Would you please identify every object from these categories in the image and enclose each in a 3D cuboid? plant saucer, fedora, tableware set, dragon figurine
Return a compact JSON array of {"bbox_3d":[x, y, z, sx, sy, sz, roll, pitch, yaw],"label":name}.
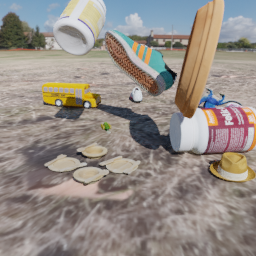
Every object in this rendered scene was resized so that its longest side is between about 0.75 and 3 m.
[{"bbox_3d":[1.580,-1.588,6.584,0.512,2.735,2.735,14,20,7],"label":"plant saucer"},{"bbox_3d":[2.604,0.907,6.934,1.164,0.475,1.164,0,18,0],"label":"fedora"},{"bbox_3d":[-0.918,0.905,7.295,2.197,0.255,1.835,16,24,40],"label":"tableware set"},{"bbox_3d":[3.880,-1.105,12.835,2.389,1.188,0.703,18,15,-5],"label":"dragon figurine"}]

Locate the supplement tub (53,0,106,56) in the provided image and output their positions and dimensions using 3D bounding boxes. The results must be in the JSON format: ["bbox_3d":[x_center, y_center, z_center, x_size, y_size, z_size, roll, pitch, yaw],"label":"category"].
[{"bbox_3d":[-1.278,-2.896,7.743,1.126,1.126,1.549,6,54,17],"label":"supplement tub"}]

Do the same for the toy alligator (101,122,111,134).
[{"bbox_3d":[-0.773,-0.049,10.307,0.329,0.239,0.993,-6,18,-16],"label":"toy alligator"}]

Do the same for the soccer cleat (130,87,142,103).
[{"bbox_3d":[0.477,-1.883,15.208,0.610,0.753,1.745,-2,17,-7],"label":"soccer cleat"}]

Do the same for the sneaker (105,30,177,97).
[{"bbox_3d":[0.430,-2.360,9.648,1.179,1.053,2.951,-34,75,-32],"label":"sneaker"}]

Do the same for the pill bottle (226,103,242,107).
[{"bbox_3d":[4.620,-0.767,12.067,0.537,0.537,0.948,-2,18,-7],"label":"pill bottle"}]

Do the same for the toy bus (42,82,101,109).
[{"bbox_3d":[-2.764,-1.632,13.848,2.781,1.089,0.905,4,18,13],"label":"toy bus"}]

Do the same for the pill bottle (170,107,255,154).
[{"bbox_3d":[2.479,0.067,8.119,2.333,1.332,1.332,-3,18,-9],"label":"pill bottle"}]
